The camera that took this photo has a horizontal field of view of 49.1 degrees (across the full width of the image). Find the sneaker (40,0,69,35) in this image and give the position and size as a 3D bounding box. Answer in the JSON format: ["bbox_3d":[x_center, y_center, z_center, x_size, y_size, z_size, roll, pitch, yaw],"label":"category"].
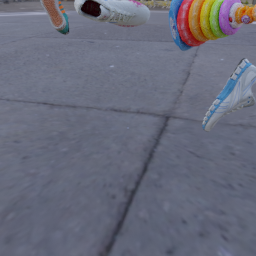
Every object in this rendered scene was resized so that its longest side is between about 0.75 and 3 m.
[{"bbox_3d":[-1.719,-2.763,6.655,0.438,1.227,0.490,-21,-12,6],"label":"sneaker"}]

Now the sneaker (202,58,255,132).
[{"bbox_3d":[1.593,-0.392,4.218,0.527,1.217,0.456,34,22,9],"label":"sneaker"}]

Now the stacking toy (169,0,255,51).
[{"bbox_3d":[2.045,-2.385,6.052,1.190,1.258,2.168,-34,32,-27],"label":"stacking toy"}]

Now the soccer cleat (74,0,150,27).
[{"bbox_3d":[-0.448,-3.485,8.561,2.382,0.832,1.028,5,36,-11],"label":"soccer cleat"}]
